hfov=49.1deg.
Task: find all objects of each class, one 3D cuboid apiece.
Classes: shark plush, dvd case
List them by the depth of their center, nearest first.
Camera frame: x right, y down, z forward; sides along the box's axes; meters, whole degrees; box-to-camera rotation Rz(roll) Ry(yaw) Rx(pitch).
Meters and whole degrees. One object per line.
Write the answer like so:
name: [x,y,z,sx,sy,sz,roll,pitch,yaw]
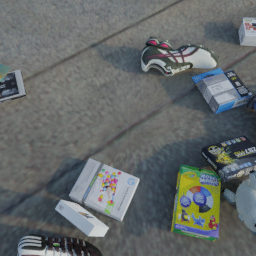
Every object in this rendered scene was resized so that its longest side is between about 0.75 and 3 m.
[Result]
shark plush: [3.481,2.171,7.145,1.076,1.174,2.584,32,21,-18]
dvd case: [-4.629,-1.415,10.148,1.694,0.209,1.273,-18,60,-11]

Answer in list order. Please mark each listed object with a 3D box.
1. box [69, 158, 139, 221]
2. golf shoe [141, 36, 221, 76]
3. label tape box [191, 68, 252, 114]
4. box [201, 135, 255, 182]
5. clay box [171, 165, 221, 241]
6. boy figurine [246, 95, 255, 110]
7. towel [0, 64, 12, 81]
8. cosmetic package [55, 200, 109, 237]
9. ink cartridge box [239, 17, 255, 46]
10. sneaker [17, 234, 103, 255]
box: [-0.680,1.772,8.183,1.658,0.341,1.292,22,62,11]
golf shoe: [1.897,-2.452,10.435,2.863,1.105,1.261,13,77,13]
label tape box: [3.281,-1.520,9.998,1.305,0.573,1.810,-18,61,-11]
box: [3.203,0.882,8.406,1.560,0.383,1.257,-13,40,-13]
clay box: [1.954,1.981,7.919,1.177,0.488,2.049,12,59,3]
boy figurine: [5.144,0.047,8.851,1.823,0.944,2.931,-23,63,-9]
towel: [-4.935,-1.930,10.310,0.826,0.122,1.127,20,59,15]
cosmetic package: [-1.186,2.355,7.290,1.205,0.908,0.311,28,78,26]
ink cartridge box: [5.280,-3.918,11.434,1.308,0.548,1.148,6,59,3]
sneaker: [-1.776,3.455,7.033,2.148,0.813,1.241,19,98,-16]
